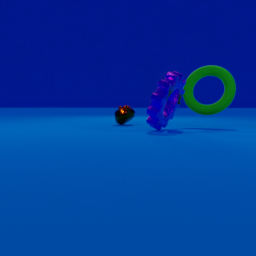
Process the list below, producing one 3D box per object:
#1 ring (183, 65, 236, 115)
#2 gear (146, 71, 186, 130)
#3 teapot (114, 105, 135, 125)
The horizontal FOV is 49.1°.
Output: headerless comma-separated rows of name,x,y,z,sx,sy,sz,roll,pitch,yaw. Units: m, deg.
ring,2.453,-1.156,8.543,1.571,1.571,0.314,2,-10,27
gear,1.032,-0.713,7.452,0.290,1.569,1.569,27,16,24
teapot,-0.162,-0.488,9.819,0.757,0.596,1.217,-28,-10,-22
